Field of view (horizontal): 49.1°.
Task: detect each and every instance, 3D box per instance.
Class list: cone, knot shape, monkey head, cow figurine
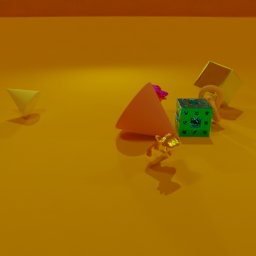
[{"bbox_3d":[0.737,-0.145,7.477,1.555,1.549,1.549,37,32,5],"label":"cone"},{"bbox_3d":[2.468,-0.624,8.414,0.523,1.131,1.059,-7,57,-27],"label":"knot shape"},{"bbox_3d":[-3.425,-0.990,8.834,0.952,0.949,0.949,31,25,-4],"label":"cone"},{"bbox_3d":[0.831,-0.879,8.452,1.174,0.707,0.844,-28,38,-33],"label":"monkey head"},{"bbox_3d":[0.681,0.474,5.906,0.523,0.953,0.938,58,24,12],"label":"cow figurine"}]

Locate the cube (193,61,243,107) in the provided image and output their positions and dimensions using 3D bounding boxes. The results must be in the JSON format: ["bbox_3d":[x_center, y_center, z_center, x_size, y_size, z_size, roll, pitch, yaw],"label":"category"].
[{"bbox_3d":[3.083,-1.499,9.587,1.011,1.011,1.011,28,8,-45],"label":"cube"}]

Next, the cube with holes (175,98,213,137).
[{"bbox_3d":[1.813,-0.304,7.853,0.833,0.833,0.833,0,24,1],"label":"cube with holes"}]
